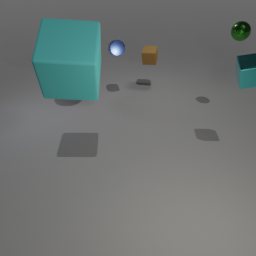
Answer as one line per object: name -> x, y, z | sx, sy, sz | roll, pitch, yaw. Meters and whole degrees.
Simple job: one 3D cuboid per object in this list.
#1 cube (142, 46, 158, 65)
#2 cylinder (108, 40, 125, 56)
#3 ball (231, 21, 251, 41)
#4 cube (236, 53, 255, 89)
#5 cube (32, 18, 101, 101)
cube -> 1.104, -3.664, 14.131 | 0.700, 0.700, 0.700 | 4, 47, 12
cylinder -> -0.536, -3.650, 12.792 | 0.700, 0.700, 0.700 | -6, 16, -10
ball -> 4.169, -3.576, 10.348 | 0.700, 0.700, 0.700 | 0, 32, 0
cube -> 3.533, -1.645, 8.063 | 0.700, 0.700, 0.700 | -5, 48, 13
cube -> -1.412, -1.656, 6.923 | 1.400, 1.400, 1.400 | 2, 60, -3
